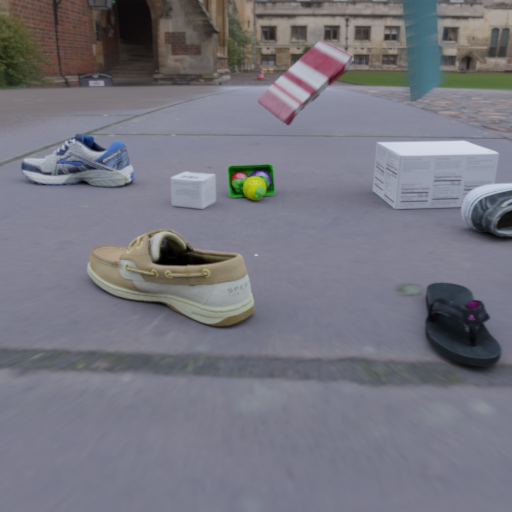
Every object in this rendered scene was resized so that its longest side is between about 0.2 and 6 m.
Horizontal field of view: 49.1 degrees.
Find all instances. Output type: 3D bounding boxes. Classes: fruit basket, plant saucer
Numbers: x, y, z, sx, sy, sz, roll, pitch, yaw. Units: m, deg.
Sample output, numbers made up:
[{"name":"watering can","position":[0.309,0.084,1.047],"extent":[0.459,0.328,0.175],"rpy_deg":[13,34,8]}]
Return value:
[{"name":"fruit basket","position":[-0.085,-1.464,11.222],"extent":[1.028,0.742,1.028],"rpy_deg":[-4,3,0]},{"name":"plant saucer","position":[2.430,-3.286,8.173],"extent":[0.185,1.946,0.680],"rpy_deg":[21,49,42]}]

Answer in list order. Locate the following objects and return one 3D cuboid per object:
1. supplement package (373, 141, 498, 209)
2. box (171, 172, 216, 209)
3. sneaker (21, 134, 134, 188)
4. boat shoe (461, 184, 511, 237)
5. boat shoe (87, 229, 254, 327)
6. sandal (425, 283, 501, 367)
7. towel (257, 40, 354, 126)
[{"name":"supplement package","position":[3.444,-1.626,11.010],"extent":[1.897,1.052,1.477],"rpy_deg":[-2,21,-6]},{"name":"box","position":[-1.190,-1.255,10.702],"extent":[0.664,0.571,0.667],"rpy_deg":[7,20,19]},{"name":"sneaker","position":[-3.975,-2.182,12.444],"extent":[2.599,1.107,1.002],"rpy_deg":[2,20,7]},{"name":"boat shoe","position":[4.871,-0.754,9.009],"extent":[2.967,1.070,1.052],"rpy_deg":[-13,30,-5]},{"name":"boat shoe","position":[-1.070,0.098,6.697],"extent":[2.469,0.819,0.914],"rpy_deg":[12,24,30]},{"name":"sandal","position":[2.111,0.587,5.947],"extent":[0.672,0.428,1.789],"rpy_deg":[2,21,7]},{"name":"towel","position":[0.909,-3.292,10.577],"extent":[1.710,0.194,1.232],"rpy_deg":[-42,43,5]}]
